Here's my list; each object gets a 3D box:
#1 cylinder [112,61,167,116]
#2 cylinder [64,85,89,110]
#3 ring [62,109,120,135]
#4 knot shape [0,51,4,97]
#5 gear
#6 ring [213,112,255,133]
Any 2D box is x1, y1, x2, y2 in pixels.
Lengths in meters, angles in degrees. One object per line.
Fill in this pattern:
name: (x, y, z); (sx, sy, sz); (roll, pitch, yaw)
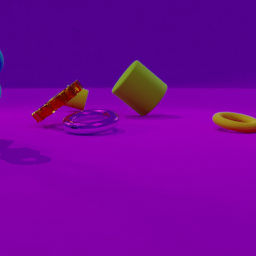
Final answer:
cylinder: (0.393, -1.349, 9.649); (1.386, 1.386, 1.386); (38, 1, -13)
cylinder: (-2.156, -1.241, 11.585); (0.878, 0.878, 0.878); (14, 7, -9)
ring: (-0.881, -0.166, 6.661); (1.367, 0.273, 1.367); (-3, 19, 1)
knot shape: (-2.472, -1.063, 4.526); (0.587, 1.271, 1.190); (-22, 47, -34)
gear: (-1.873, -0.719, 7.468); (1.511, 0.279, 1.511); (-34, 16, 11)
ring: (2.645, -0.149, 6.827); (1.134, 0.227, 1.134); (5, 18, -2)
